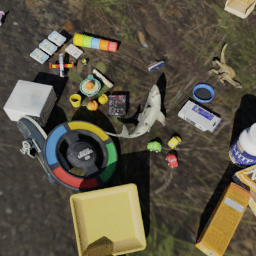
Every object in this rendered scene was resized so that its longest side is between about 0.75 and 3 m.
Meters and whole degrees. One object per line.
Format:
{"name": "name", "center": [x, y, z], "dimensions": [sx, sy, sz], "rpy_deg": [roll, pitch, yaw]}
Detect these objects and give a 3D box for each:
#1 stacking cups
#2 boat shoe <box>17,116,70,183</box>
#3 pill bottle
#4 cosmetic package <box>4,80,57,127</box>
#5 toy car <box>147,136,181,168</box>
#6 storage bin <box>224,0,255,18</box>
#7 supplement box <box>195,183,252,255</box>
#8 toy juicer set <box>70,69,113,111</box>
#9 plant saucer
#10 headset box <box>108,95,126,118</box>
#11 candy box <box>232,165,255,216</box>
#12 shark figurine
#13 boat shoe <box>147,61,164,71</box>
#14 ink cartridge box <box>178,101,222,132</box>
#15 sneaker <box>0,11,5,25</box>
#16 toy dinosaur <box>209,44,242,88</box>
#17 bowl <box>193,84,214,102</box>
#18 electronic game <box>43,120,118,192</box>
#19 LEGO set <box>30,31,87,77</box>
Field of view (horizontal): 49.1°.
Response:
{"name": "stacking cups", "center": [-1.451, -3.874, 12.845], "dimensions": [1.977, 0.598, 0.598], "rpy_deg": [12, 61, 2]}
{"name": "boat shoe", "center": [-3.195, 0.730, 9.897], "dimensions": [0.874, 1.058, 2.826], "rpy_deg": [-33, 74, -30]}
{"name": "pill bottle", "center": [4.219, 0.580, 9.521], "dimensions": [1.049, 1.753, 1.049], "rpy_deg": [0, 60, 0]}
{"name": "cosmetic package", "center": [-3.760, -0.978, 10.934], "dimensions": [1.424, 0.878, 1.428], "rpy_deg": [11, 59, 6]}
{"name": "toy car", "center": [1.311, 0.742, 10.276], "dimensions": [1.215, 0.288, 1.292], "rpy_deg": [12, 60, 6]}
{"name": "storage bin", "center": [5.696, -6.249, 14.150], "dimensions": [1.189, 0.557, 1.181], "rpy_deg": [35, 65, 18]}
{"name": "supplement box", "center": [3.001, 2.882, 8.778], "dimensions": [0.782, 0.756, 2.272], "rpy_deg": [29, 64, 16]}
{"name": "toy juicer set", "center": [-1.334, -1.591, 11.464], "dimensions": [1.319, 0.564, 2.073], "rpy_deg": [23, 62, 13]}
{"name": "plant saucer", "center": [-0.604, 2.830, 8.608], "dimensions": [2.030, 0.492, 2.029], "rpy_deg": [-9, 90, -6]}
{"name": "headset box", "center": [-0.435, -0.901, 11.180], "dimensions": [0.713, 0.360, 0.960], "rpy_deg": [0, 60, 0]}
{"name": "candy box", "center": [4.495, 2.189, 9.302], "dimensions": [1.097, 0.526, 1.900], "rpy_deg": [-19, 62, -11]}
{"name": "shark figurine", "center": [0.404, -0.263, 10.543], "dimensions": [1.078, 1.543, 2.582], "rpy_deg": [15, 55, 46]}
{"name": "boat shoe", "center": [1.219, -2.796, 12.319], "dimensions": [0.795, 0.287, 0.288], "rpy_deg": [-26, 62, -14]}
{"name": "ink cartridge box", "center": [2.797, -0.409, 10.943], "dimensions": [1.501, 0.294, 0.746], "rpy_deg": [34, 65, 20]}
{"name": "sneaker", "center": [-6.305, -5.344, 13.803], "dimensions": [0.503, 0.320, 0.882], "rpy_deg": [33, 72, 11]}
{"name": "toy dinosaur", "center": [4.111, -2.549, 12.109], "dimensions": [1.144, 0.659, 2.263], "rpy_deg": [-4, 66, -20]}
{"name": "bowl", "center": [3.116, -1.423, 11.594], "dimensions": [0.865, 0.170, 0.865], "rpy_deg": [0, 60, 0]}
{"name": "electronic game", "center": [-1.568, 0.894, 9.575], "dimensions": [2.616, 0.544, 2.616], "rpy_deg": [13, 56, -21]}
{"name": "LEGO set", "center": [-2.942, -3.231, 12.311], "dimensions": [2.227, 0.547, 1.664], "rpy_deg": [36, 71, 6]}
